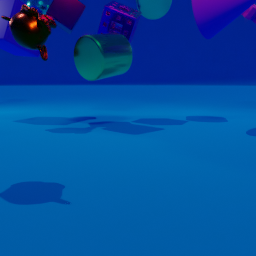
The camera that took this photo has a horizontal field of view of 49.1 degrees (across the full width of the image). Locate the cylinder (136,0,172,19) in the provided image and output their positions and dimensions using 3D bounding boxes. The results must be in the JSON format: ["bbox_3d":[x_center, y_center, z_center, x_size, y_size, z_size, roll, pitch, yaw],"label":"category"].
[{"bbox_3d":[0.826,-4.433,9.511,1.143,1.143,1.143,0,38,-3],"label":"cylinder"}]

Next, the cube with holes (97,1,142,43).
[{"bbox_3d":[-0.274,-3.233,8.780,1.001,1.001,1.001,22,34,-1],"label":"cube with holes"}]

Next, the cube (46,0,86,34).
[{"bbox_3d":[-1.839,-3.402,8.255,0.827,0.827,0.827,31,1,-17],"label":"cube"}]

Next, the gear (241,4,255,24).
[{"bbox_3d":[3.401,-3.703,8.384,1.711,0.316,1.711,22,37,-17],"label":"gear"}]

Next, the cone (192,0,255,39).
[{"bbox_3d":[2.584,-3.088,6.656,1.600,1.594,1.594,-1,7,37],"label":"cone"}]

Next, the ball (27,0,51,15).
[{"bbox_3d":[-3.039,-4.164,9.644,0.846,0.846,0.846,0,9,0],"label":"ball"}]

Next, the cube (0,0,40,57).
[{"bbox_3d":[-3.592,-3.163,8.982,1.314,1.314,1.314,13,-4,33],"label":"cube"}]

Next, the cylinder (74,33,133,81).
[{"bbox_3d":[-0.646,-1.878,7.328,1.119,1.119,1.119,8,22,41],"label":"cylinder"}]

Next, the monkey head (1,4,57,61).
[{"bbox_3d":[-2.452,-2.572,7.340,0.972,1.614,1.161,-44,1,21],"label":"monkey head"}]
